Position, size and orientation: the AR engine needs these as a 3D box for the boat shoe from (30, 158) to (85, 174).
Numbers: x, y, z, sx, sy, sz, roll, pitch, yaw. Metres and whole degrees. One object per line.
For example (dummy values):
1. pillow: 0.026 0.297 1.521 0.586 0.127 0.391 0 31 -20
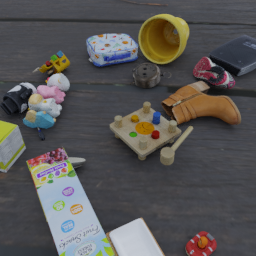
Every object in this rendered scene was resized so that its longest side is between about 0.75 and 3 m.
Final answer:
1. boat shoe: -2.150 1.224 8.610 1.678 0.478 0.561 -4 9 -10

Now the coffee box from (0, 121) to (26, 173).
1. coffee box: -4.100 0.521 8.800 1.107 1.096 1.108 13 45 14

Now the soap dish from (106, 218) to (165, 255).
1. soap dish: 0.194 2.921 6.682 1.024 0.529 1.301 -19 46 -19

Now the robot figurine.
1. robot figurine: -4.135 -1.133 10.685 1.095 0.909 1.457 21 47 21

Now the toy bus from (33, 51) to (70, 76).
1. toy bus: -3.267 -2.671 12.433 1.484 0.767 1.401 -37 15 5

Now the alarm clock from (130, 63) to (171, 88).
1. alarm clock: 0.971 -2.289 11.995 1.740 0.579 1.173 2 54 8

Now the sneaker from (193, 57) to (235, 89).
1. sneaker: 3.617 -2.295 12.059 0.880 0.950 2.357 23 23 -29

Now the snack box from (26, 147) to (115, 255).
1. snack box: -1.135 2.195 6.121 0.938 2.338 2.773 -22 49 -16

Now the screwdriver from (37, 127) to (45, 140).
1. screwdriver: -3.200 0.010 9.998 0.167 0.174 1.199 -20 52 -21

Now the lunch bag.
1. lunch bag: -0.792 -3.754 13.501 2.389 0.903 1.915 -15 48 -17

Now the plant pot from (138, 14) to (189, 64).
1. plant pot: 1.905 -4.365 13.305 2.163 2.163 2.035 22 39 22

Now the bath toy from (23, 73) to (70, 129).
1. bath toy: -3.085 -1.133 10.711 0.993 1.169 2.687 -24 35 28

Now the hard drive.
1. hard drive: 5.469 -3.492 13.386 2.993 0.633 2.019 -31 51 -28

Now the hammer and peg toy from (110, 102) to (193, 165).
1. hammer and peg toy: 0.846 0.245 9.260 1.865 0.894 2.535 -28 50 -29

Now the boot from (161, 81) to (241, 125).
1. boot: 2.613 -0.602 10.259 1.955 0.931 2.527 -27 49 -18

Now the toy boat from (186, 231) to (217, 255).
1. toy boat: 1.784 2.819 6.786 0.809 0.529 0.528 -28 50 -26
